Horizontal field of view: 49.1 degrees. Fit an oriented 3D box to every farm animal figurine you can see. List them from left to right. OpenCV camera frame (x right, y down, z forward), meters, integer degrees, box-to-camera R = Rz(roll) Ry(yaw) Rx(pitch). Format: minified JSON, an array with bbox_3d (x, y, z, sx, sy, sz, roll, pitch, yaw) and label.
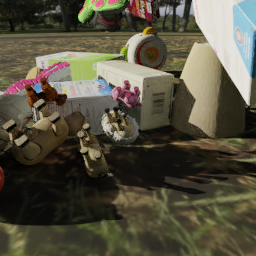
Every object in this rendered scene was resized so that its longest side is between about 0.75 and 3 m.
[{"bbox_3d":[-0.973,0.036,5.645,2.441,1.228,1.971,7,57,10],"label":"farm animal figurine"}]

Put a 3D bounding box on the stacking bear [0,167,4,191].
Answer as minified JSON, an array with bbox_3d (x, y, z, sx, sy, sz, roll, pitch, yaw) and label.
[{"bbox_3d":[-2.904,0.589,4.624,2.120,1.287,1.206,24,29,29],"label":"stacking bear"}]

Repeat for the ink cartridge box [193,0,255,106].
[{"bbox_3d":[2.160,-2.123,4.544,1.702,1.747,2.717,-22,57,8],"label":"ink cartridge box"}]

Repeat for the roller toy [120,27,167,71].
[{"bbox_3d":[0.901,-3.622,13.654,2.066,1.884,1.443,-45,28,2],"label":"roller toy"}]

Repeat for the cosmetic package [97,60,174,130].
[{"bbox_3d":[0.079,-1.085,8.198,0.982,1.454,2.763,-11,26,-28],"label":"cosmetic package"}]

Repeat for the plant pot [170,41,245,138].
[{"bbox_3d":[2.168,-1.117,7.326,2.004,2.140,2.004,1,22,0],"label":"plant pot"}]

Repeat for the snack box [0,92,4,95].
[{"bbox_3d":[-4.721,-0.786,8.974,0.772,0.261,2.147,9,24,21],"label":"snack box"}]

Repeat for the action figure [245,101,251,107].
[{"bbox_3d":[4.098,-0.901,8.979,1.474,0.511,0.959,-10,18,-31],"label":"action figure"}]

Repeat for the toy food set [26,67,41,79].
[{"bbox_3d":[-3.665,-1.875,10.805,0.254,1.045,1.034,28,38,-41],"label":"toy food set"}]

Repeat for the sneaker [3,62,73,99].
[{"bbox_3d":[-2.710,-0.985,8.546,2.551,1.125,1.038,-29,32,-9],"label":"sneaker"}]

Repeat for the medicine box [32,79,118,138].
[{"bbox_3d":[-1.411,-0.563,7.422,2.001,1.030,1.823,-6,23,-14],"label":"medicine box"}]

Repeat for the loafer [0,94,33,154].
[{"bbox_3d":[-2.931,-0.138,6.711,0.956,0.836,2.660,30,12,-17],"label":"loafer"}]

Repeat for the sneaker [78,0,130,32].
[{"bbox_3d":[-0.554,-3.625,8.467,1.221,1.118,2.914,24,1,-26],"label":"sneaker"}]

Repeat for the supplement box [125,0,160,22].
[{"bbox_3d":[0.478,-4.470,10.142,0.443,0.792,1.456,-42,55,-19],"label":"supplement box"}]

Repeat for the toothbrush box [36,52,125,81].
[{"bbox_3d":[-1.839,-2.326,11.410,2.943,1.267,2.143,8,23,23],"label":"toothbrush box"}]
